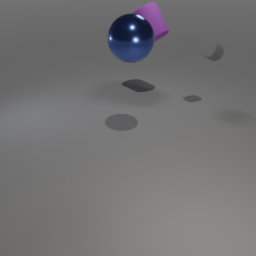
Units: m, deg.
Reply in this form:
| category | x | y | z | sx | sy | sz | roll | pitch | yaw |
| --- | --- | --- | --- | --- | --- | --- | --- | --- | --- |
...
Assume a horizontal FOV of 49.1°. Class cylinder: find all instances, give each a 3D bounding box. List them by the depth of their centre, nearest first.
| category | x | y | z | sx | sy | sz | roll | pitch | yaw |
| --- | --- | --- | --- | --- | --- | --- | --- | --- | --- |
| cylinder | 3.477 | -3.188 | 11.570 | 0.700 | 0.700 | 0.700 | 5 | 18 | -45 |
| cylinder | 0.919 | -4.611 | 12.577 | 1.400 | 1.400 | 1.400 | -27 | 6 | 3 |

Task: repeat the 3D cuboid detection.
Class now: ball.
| category | x | y | z | sx | sy | sz | roll | pitch | yaw |
| --- | --- | --- | --- | --- | --- | --- | --- | --- | --- |
| ball | 0.090 | -2.660 | 8.349 | 1.400 | 1.400 | 1.400 | 0 | 28 | 0 |
